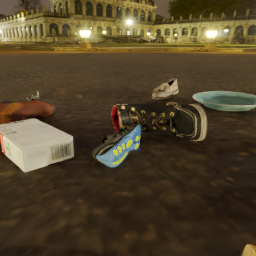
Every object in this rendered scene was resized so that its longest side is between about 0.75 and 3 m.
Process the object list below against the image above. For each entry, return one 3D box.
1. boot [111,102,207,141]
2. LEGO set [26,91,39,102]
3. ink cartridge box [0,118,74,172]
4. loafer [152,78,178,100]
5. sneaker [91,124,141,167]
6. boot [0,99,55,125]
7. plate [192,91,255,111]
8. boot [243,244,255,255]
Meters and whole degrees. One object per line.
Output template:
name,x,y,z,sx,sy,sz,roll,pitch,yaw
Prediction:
boot,0.671,-0.193,7.021,1.875,0.911,2.491,-3,15,-13
LEGO set,-3.127,-0.852,9.152,0.216,0.764,0.496,42,27,19
ink cartridge box,-2.182,0.288,6.252,1.095,0.506,2.010,-15,22,-38
loafer,1.596,-1.692,12.023,0.741,0.648,2.060,10,21,29
sneaker,-0.195,0.277,6.097,0.701,0.600,1.692,16,26,23
boot,-3.183,-0.281,7.761,1.869,0.680,1.986,8,23,0
plate,3.702,-0.987,10.414,2.576,0.329,2.576,-1,18,0
boot,1.674,1.578,2.595,0.829,0.407,1.158,4,22,-7
